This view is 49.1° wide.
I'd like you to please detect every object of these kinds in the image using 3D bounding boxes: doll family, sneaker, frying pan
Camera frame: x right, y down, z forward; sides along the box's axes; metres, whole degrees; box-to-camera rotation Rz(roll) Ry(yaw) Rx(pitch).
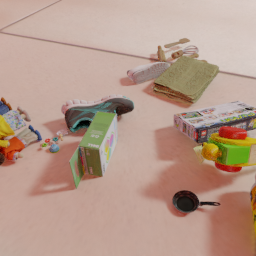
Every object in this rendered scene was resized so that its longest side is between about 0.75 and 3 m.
[{"bbox_3d":[-3.515,-0.105,6.918,2.562,1.154,1.590,28,48,28],"label":"doll family"},{"bbox_3d":[-0.776,-0.315,7.643,2.004,0.778,0.914,-10,57,-5],"label":"sneaker"},{"bbox_3d":[1.369,1.500,5.814,0.907,0.148,0.549,-10,41,-7],"label":"frying pan"},{"bbox_3d":[0.707,-1.988,9.594,1.516,0.579,0.610,-17,34,-20],"label":"sneaker"}]

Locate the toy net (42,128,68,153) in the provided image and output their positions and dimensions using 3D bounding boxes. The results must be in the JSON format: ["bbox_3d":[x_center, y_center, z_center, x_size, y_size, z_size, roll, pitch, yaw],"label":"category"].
[{"bbox_3d":[-1.846,0.297,7.239,0.440,0.162,0.838,10,40,16],"label":"toy net"}]

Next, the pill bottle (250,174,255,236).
[{"bbox_3d":[2.805,1.566,5.138,0.974,0.974,1.782,8,41,9],"label":"pill bottle"}]

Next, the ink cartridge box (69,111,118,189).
[{"bbox_3d":[-0.709,0.493,6.427,0.512,0.897,1.728,9,42,12],"label":"ink cartridge box"}]

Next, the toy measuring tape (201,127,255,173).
[{"bbox_3d":[2.673,0.439,6.322,2.765,1.017,1.017,-1,38,-28],"label":"toy measuring tape"}]

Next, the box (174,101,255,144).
[{"bbox_3d":[2.419,-0.211,7.313,2.160,0.375,1.189,-12,25,-18],"label":"box"}]

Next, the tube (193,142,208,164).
[{"bbox_3d":[2.041,0.438,6.935,1.141,0.296,0.331,-30,60,-33],"label":"tube"}]

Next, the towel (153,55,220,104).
[{"bbox_3d":[1.912,-1.606,9.142,1.571,0.386,2.117,26,55,25],"label":"towel"}]

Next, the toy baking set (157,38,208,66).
[{"bbox_3d":[1.982,-2.740,10.672,1.816,0.275,2.366,-1,46,-10],"label":"toy baking set"}]
